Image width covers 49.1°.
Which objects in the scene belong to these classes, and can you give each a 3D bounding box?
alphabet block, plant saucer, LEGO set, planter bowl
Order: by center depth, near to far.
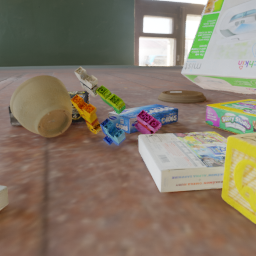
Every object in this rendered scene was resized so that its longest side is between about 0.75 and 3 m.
[{"bbox_3d":[2.182,0.697,4.015,1.135,1.108,1.114,-4,14,-19],"label":"alphabet block"},{"bbox_3d":[-0.574,-0.274,7.522,2.889,1.185,1.102,38,70,24],"label":"LEGO set"},{"bbox_3d":[-2.211,-0.442,7.679,1.649,1.649,1.110,-12,47,-37],"label":"planter bowl"},{"bbox_3d":[2.630,-1.563,13.680,2.355,0.347,2.355,-1,15,0],"label":"plant saucer"}]

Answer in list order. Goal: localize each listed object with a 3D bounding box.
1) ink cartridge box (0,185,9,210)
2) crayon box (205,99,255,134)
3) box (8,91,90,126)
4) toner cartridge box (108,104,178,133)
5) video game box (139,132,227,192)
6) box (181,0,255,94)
[{"bbox_3d":[-2.688,1.141,3.856,1.478,0.322,1.283,4,14,12],"label":"ink cartridge box"},{"bbox_3d":[3.911,-0.279,8.284,2.072,0.700,2.401,-10,18,-28],"label":"crayon box"},{"bbox_3d":[-2.623,-0.801,10.133,2.410,0.734,2.990,-4,16,-4],"label":"box"},{"bbox_3d":[0.526,-0.347,8.958,2.177,0.470,1.034,-13,20,-40],"label":"toner cartridge box"},{"bbox_3d":[1.295,0.571,5.623,1.868,0.480,2.051,-4,16,-7],"label":"video game box"},{"bbox_3d":[2.689,-1.888,6.316,1.129,2.061,2.336,22,-1,-39],"label":"box"}]
